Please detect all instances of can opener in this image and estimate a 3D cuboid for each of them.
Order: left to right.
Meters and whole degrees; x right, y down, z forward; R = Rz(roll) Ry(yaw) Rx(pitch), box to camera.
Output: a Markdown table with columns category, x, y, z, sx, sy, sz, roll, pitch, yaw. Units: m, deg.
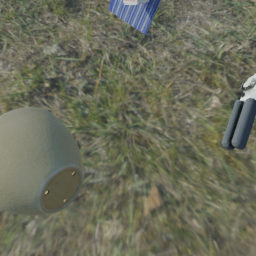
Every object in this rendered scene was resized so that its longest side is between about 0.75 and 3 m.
| category | x | y | z | sx | sy | sz | roll | pitch | yaw |
| --- | --- | --- | --- | --- | --- | --- | --- | --- | --- |
| can opener | 2.919 | -0.418 | 6.737 | 0.734 | 0.581 | 2.208 | 37 | 68 | -19 |

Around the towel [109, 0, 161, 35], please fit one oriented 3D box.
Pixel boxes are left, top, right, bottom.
| category | x | y | z | sx | sy | sz | roll | pitch | yaw |
| --- | --- | --- | --- | --- | --- | --- | --- | --- | --- |
| towel | 0.158 | -3.446 | 7.778 | 1.510 | 1.093 | 0.180 | 41 | 42 | 17 |

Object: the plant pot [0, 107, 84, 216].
| category | x | y | z | sx | sy | sz | roll | pitch | yaw |
| --- | --- | --- | --- | --- | --- | --- | --- | --- | --- |
| plant pot | -1.327 | 0.661 | 4.238 | 1.116 | 1.663 | 1.663 | 29 | 58 | 33 |

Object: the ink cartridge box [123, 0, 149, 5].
| category | x | y | z | sx | sy | sz | roll | pitch | yaw |
| --- | --- | --- | --- | --- | --- | --- | --- | --- | --- |
| ink cartridge box | 0.148 | -3.572 | 6.909 | 0.397 | 0.924 | 0.677 | -25 | 33 | -24 |
